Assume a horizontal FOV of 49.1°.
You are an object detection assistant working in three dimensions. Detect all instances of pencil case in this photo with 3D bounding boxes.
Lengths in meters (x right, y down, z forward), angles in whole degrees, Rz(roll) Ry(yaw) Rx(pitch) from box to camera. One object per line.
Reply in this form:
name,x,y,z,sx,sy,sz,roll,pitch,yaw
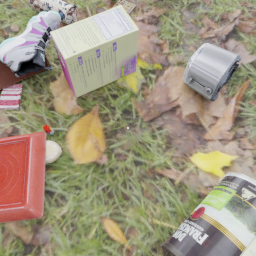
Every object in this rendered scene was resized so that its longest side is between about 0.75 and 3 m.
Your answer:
pencil case,-3.326,-5.390,12.421,2.299,1.028,0.894,29,73,13

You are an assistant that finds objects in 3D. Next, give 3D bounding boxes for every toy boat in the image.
toy boat,-2.884,0.597,9.984,1.161,0.642,1.381,1,73,5

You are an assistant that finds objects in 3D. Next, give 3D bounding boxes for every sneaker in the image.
sneaker,-2.945,-2.658,9.445,2.531,0.984,1.770,-41,70,-1

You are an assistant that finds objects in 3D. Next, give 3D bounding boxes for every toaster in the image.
toaster,3.202,-2.262,10.755,1.554,1.367,2.405,32,58,16

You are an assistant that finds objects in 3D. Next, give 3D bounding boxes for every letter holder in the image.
letter holder,-4.583,-2.783,10.747,2.505,1.780,1.260,-29,65,-14

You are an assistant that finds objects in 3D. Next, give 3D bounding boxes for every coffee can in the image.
coffee can,2.748,3.060,7.935,2.985,2.184,2.184,-41,72,-17

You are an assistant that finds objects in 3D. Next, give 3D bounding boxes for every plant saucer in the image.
plant saucer,-4.229,1.573,9.229,2.954,0.542,2.949,-9,65,9

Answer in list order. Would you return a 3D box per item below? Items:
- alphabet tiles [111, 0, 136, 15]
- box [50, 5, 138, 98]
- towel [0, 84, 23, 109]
alphabet tiles,-0.267,-5.549,13.040,0.870,0.039,1.041,30,69,12
box,-1.139,-2.773,10.452,2.754,2.423,1.332,-25,68,-11
towel,-4.622,-1.252,11.035,0.804,0.127,1.116,-1,66,0
